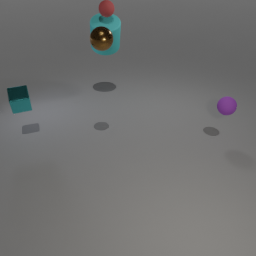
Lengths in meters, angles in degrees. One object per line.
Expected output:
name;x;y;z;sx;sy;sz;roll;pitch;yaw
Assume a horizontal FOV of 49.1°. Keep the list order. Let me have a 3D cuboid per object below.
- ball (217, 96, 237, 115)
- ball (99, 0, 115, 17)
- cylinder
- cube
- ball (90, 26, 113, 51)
ball;3.658;-0.816;10.360;0.700;0.700;0.700;0;30;0
ball;-0.938;-5.218;12.244;0.700;0.700;0.700;0;30;0
cylinder;-1.062;-4.405;13.167;1.400;1.400;1.400;2;56;-3
cube;-4.010;-1.056;10.378;0.700;0.700;0.700;-13;58;-17
ball;-0.783;-2.640;8.290;0.700;0.700;0.700;0;30;0
